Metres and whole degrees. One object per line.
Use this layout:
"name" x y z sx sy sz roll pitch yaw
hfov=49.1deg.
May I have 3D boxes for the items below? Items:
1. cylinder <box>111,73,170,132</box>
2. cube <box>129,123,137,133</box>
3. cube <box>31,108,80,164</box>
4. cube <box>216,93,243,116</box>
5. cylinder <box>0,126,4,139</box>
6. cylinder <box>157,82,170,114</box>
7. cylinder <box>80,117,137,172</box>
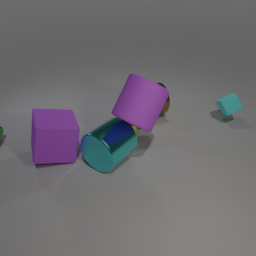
"cylinder" 0.390 -0.786 8.823 1.400 1.400 1.400 26 3 -2
"cube" -0.074 0.037 10.919 0.700 0.700 0.700 -5 32 -8
"cube" -2.543 0.258 9.620 1.400 1.400 1.400 0 29 -23
"cube" 4.272 -0.992 11.808 0.700 0.700 0.700 -29 3 4
"cylinder" -5.108 0.267 10.452 0.700 0.700 0.700 -1 40 -2
"cylinder" 0.876 -1.187 12.223 1.400 1.400 1.400 -14 34 -22
"cylinder" -0.630 0.538 9.416 1.400 1.400 1.400 21 37 30
